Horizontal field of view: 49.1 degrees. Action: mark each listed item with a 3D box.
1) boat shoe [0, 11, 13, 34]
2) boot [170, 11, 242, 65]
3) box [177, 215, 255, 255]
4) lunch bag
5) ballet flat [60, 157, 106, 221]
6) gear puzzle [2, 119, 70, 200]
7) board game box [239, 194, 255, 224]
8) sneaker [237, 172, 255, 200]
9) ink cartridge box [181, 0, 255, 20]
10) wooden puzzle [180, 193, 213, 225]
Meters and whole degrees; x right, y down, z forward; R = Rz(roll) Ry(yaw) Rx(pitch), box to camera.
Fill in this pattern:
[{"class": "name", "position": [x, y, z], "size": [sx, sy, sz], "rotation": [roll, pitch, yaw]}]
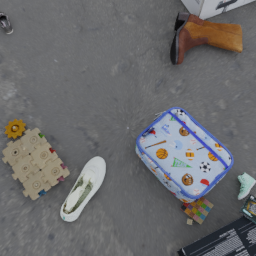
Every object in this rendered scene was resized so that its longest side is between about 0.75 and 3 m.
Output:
[{"class": "boat shoe", "position": [-4.586, -3.996, 10.361], "size": [0.385, 0.328, 1.152], "rotation": [-29, 70, -11]}, {"class": "boot", "position": [2.762, -2.930, 9.827], "size": [2.406, 0.824, 2.265], "rotation": [14, 59, -1]}, {"class": "box", "position": [2.938, 3.299, 6.872], "size": [2.794, 1.102, 1.972], "rotation": [-23, 63, -9]}, {"class": "lunch bag", "position": [1.564, 0.657, 8.077], "size": [2.066, 0.974, 2.578], "rotation": [-38, 72, -15]}, {"class": "ballet flat", "position": [-1.225, 1.650, 7.829], "size": [0.702, 0.702, 2.021], "rotation": [26, 70, 11]}, {"class": "gear puzzle", "position": [-2.955, 0.800, 8.395], "size": [1.387, 0.351, 2.677], "rotation": [-37, 69, -12]}, {"class": "board game box", "position": [3.207, 2.082, 6.803], "size": [0.817, 0.115, 0.552], "rotation": [35, 69, 19]}, {"class": "sneaker", "position": [3.250, 1.646, 8.016], "size": [0.483, 0.301, 0.818], "rotation": [42, 64, 10]}, {"class": "ink cartridge box", "position": [3.383, -5.498, 10.516], "size": [2.816, 1.179, 2.032], "rotation": [-23, 69, -10]}, {"class": "wooden puzzle", "position": [1.937, 2.210, 7.860], "size": [0.687, 0.081, 1.158], "rotation": [37, 65, 17]}]
